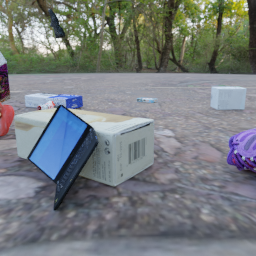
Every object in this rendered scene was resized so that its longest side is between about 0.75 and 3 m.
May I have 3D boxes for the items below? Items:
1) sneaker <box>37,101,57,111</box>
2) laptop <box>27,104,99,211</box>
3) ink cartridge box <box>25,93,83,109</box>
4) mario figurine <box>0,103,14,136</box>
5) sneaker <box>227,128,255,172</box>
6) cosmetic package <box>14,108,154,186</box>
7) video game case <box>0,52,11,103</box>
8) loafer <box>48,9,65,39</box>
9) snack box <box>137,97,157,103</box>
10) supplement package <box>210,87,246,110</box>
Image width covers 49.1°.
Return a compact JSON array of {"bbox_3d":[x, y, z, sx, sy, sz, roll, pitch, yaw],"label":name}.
[{"bbox_3d":[-3.606,-0.897,12.197,0.765,0.477,1.428,-4,17,-28],"label":"sneaker"},{"bbox_3d":[-1.196,0.407,4.815,0.753,1.292,1.458,30,7,-16],"label":"laptop"},{"bbox_3d":[-3.620,-1.301,13.634,2.634,0.582,1.238,8,17,29],"label":"ink cartridge box"},{"bbox_3d":[-4.628,-0.337,8.063,1.625,1.395,2.632,13,21,41],"label":"mario figurine"},{"bbox_3d":[2.610,0.620,5.420,1.237,1.195,2.964,-13,2,12],"label":"sneaker"},{"bbox_3d":[-1.024,0.251,6.309,2.938,1.044,1.545,9,16,32],"label":"cosmetic package"},{"bbox_3d":[-4.728,-0.962,8.130,2.531,0.500,2.793,-33,-2,-26],"label":"video game case"},{"bbox_3d":[-2.058,-2.893,7.812,0.291,0.804,0.293,-20,14,9],"label":"loafer"},{"bbox_3d":[1.054,-1.546,15.472,1.001,0.186,0.582,9,17,34],"label":"snack box"},{"bbox_3d":[4.730,-1.429,13.285,1.305,0.990,0.983,-1,14,-2],"label":"supplement package"}]
